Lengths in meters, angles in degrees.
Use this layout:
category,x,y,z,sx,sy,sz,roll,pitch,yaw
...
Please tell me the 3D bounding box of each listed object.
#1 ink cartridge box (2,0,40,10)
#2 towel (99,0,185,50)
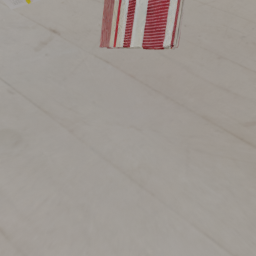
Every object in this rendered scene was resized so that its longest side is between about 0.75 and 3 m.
category,x,y,z,sx,sy,sz,roll,pitch,yaw
ink cartridge box,-3.079,-4.495,8.163,1.614,1.178,1.184,-13,74,10
towel,0.287,-2.880,6.715,0.306,1.941,2.694,-2,14,-42
